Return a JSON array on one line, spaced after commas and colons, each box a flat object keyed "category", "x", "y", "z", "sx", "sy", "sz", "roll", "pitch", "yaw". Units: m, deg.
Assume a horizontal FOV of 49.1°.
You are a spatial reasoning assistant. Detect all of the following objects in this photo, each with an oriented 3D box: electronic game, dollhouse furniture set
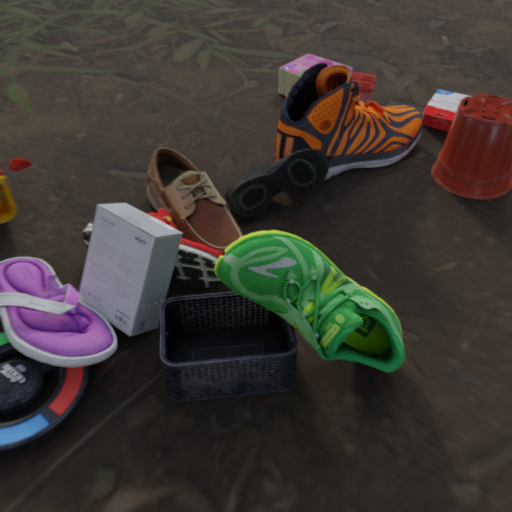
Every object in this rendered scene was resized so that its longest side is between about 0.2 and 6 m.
[{"category": "electronic game", "x": -3.116, "y": 1.653, "z": 7.175, "sx": 1.913, "sy": 0.398, "sz": 1.913, "roll": 0, "pitch": 41, "yaw": 0}, {"category": "dollhouse furniture set", "x": 1.640, "y": -3.537, "z": 12.558, "sx": 1.936, "sy": 1.042, "sz": 0.787, "roll": 11, "pitch": 43, "yaw": 12}]

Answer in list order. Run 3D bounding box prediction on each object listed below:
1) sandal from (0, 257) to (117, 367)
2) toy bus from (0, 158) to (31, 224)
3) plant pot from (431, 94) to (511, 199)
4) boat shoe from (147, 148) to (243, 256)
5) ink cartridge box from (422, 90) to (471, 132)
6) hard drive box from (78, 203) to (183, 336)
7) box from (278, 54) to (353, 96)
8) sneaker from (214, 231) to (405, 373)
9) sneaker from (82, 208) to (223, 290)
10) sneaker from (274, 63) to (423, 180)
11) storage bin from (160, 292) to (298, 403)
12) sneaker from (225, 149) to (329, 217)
[{"category": "sandal", "x": -2.998, "y": 0.597, "z": 7.785, "sx": 1.197, "sy": 0.723, "sz": 2.941, "roll": -20, "pitch": 36, "yaw": -39}, {"category": "toy bus", "x": -4.820, "y": -1.061, "z": 9.837, "sx": 1.637, "sy": 0.897, "sz": 1.735, "roll": -2, "pitch": 29, "yaw": 16}, {"category": "plant pot", "x": 4.250, "y": -2.131, "z": 10.619, "sx": 1.542, "sy": 1.500, "sz": 1.542, "roll": 0, "pitch": 41, "yaw": 0}, {"category": "boat shoe", "x": -1.139, "y": -0.905, "z": 9.569, "sx": 1.104, "sy": 1.047, "sz": 2.916, "roll": -25, "pitch": 47, "yaw": -25}, {"category": "ink cartridge box", "x": 4.264, "y": -3.222, "z": 12.635, "sx": 0.787, "sy": 0.455, "sz": 1.354, "roll": 21, "pitch": 46, "yaw": 22}, {"category": "hard drive box", "x": -1.814, "y": 0.170, "z": 7.942, "sx": 1.184, "sy": 1.520, "sz": 0.584, "roll": 28, "pitch": 21, "yaw": 27}, {"category": "box", "x": 1.433, "y": -4.280, "z": 13.673, "sx": 1.377, "sy": 0.666, "sz": 1.211, "roll": 31, "pitch": 50, "yaw": 30}, {"category": "sneaker", "x": 0.810, "y": 0.580, "z": 7.011, "sx": 2.788, "sy": 1.033, "sz": 1.165, "roll": 28, "pitch": 15, "yaw": -16}, {"category": "sneaker", "x": -1.517, "y": -0.281, "z": 8.849, "sx": 2.546, "sy": 0.980, "sz": 1.081, "roll": 17, "pitch": 51, "yaw": 18}, {"category": "sneaker", "x": 1.993, "y": -2.789, "z": 10.974, "sx": 3.575, "sy": 2.003, "sz": 1.387, "roll": -24, "pitch": 47, "yaw": -25}, {"category": "storage bin", "x": -0.373, "y": 1.168, "z": 7.428, "sx": 1.720, "sy": 0.806, "sz": 1.163, "roll": -4, "pitch": 41, "yaw": -6}, {"category": "sneaker", "x": 0.339, "y": -1.454, "z": 10.256, "sx": 2.090, "sy": 0.794, "sz": 0.949, "roll": -23, "pitch": 24, "yaw": -13}]
